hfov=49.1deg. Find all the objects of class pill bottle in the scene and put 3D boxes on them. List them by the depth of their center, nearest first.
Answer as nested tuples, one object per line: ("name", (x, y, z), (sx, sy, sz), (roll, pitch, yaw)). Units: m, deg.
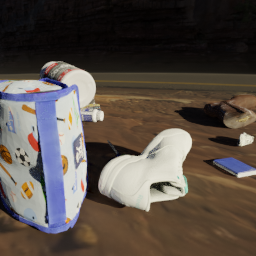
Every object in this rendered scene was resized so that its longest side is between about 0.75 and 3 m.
("pill bottle", (-1.978, -1.428, 8.781), (1.159, 1.159, 2.036), (-10, 26, -34))
("pill bottle", (-1.561, -0.542, 12.035), (0.939, 0.562, 0.562), (4, 15, 15))

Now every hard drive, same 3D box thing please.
("hard drive", (2.682, 0.972, 7.033), (0.601, 0.116, 0.912), (-5, 15, -19))

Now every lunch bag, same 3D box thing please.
("lunch bag", (-1.690, 0.299, 5.255), (1.708, 2.345, 2.758), (-10, 16, -28))

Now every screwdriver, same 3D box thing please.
("screwdriver", (-0.337, 0.719, 7.678), (0.350, 0.336, 2.406), (-36, 22, -10))

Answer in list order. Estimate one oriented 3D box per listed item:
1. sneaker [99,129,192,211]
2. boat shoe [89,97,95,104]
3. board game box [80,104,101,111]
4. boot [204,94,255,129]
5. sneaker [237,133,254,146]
("sneaker", (0.801, 0.911, 5.919), (1.291, 1.098, 2.917), (24, 32, 32))
("boat shoe", (-2.326, -1.699, 16.252), (0.814, 0.694, 2.435), (-2, 15, -7))
("board game box", (-1.932, -0.985, 14.367), (0.996, 0.254, 1.470), (-2, 14, -7))
("boot", (4.932, -0.739, 12.010), (2.698, 0.930, 2.895), (-14, 12, -2))
("sneaker", (3.760, 0.382, 8.946), (0.387, 0.358, 0.954), (19, 23, 31))
